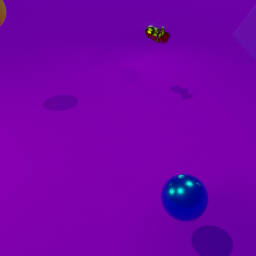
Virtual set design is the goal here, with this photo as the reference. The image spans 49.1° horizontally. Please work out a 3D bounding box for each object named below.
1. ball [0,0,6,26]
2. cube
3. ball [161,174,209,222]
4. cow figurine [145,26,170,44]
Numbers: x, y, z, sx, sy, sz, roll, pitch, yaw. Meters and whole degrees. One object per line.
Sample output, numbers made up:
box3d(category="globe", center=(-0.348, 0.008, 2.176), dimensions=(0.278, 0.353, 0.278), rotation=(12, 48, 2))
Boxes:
box3d(category="ball", center=(-3.773, -3.109, 7.327), dimensions=(1.068, 1.068, 1.068), rotation=(0, 36, 0))
box3d(category="cube", center=(2.420, -1.409, 4.088), dimensions=(1.008, 1.008, 1.008), rotation=(-8, 57, -34))
box3d(category="ball", center=(0.854, 1.050, 4.250), dimensions=(0.709, 0.709, 0.709), rotation=(0, 36, 0))
box3d(category="cow figurine", center=(0.867, -2.854, 8.527), dimensions=(0.910, 0.499, 0.895), rotation=(29, 16, 16))
